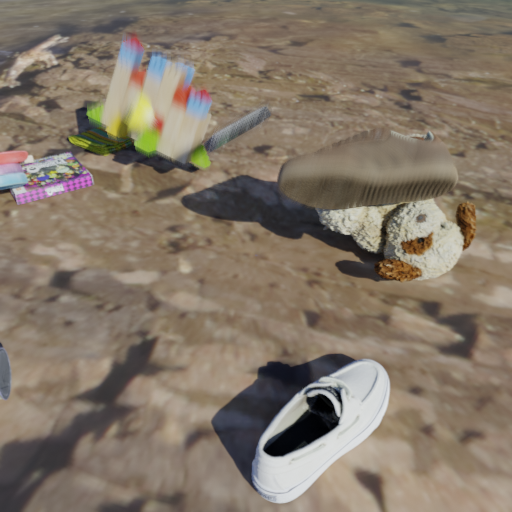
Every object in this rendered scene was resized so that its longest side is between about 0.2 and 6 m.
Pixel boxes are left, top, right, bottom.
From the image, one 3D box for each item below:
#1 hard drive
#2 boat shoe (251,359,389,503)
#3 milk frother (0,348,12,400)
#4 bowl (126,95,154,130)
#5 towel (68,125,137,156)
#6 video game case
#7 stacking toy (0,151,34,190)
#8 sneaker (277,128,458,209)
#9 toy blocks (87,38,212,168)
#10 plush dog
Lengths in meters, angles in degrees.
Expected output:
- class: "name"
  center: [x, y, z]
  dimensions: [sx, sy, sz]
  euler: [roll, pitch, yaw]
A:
- class: "hard drive"
  center: [-0.378, -2.398, 10.662]
  dimensions: [1.216, 0.230, 0.850]
  euler: [-34, 10, -13]
- class: "boat shoe"
  center: [0.858, 1.907, 6.899]
  dimensions: [2.465, 0.810, 0.887]
  euler: [-28, 44, -34]
- class: "milk frother"
  center: [-3.949, 1.334, 7.403]
  dimensions: [1.130, 1.201, 1.084]
  euler: [-8, 32, -11]
- class: "bowl"
  center: [-2.306, -2.841, 11.365]
  dimensions: [0.393, 0.730, 0.730]
  euler: [24, 32, -16]
- class: "towel"
  center: [-3.294, -3.552, 15.174]
  dimensions: [1.455, 0.305, 3.380]
  euler: [24, 41, 29]
- class: "video game case"
  center: [-4.745, -1.787, 12.642]
  dimensions: [1.679, 0.301, 1.522]
  euler: [-20, 40, -26]
- class: "stacking toy"
  center: [-5.799, -1.504, 11.884]
  dimensions: [2.270, 0.959, 2.055]
  euler: [-12, 8, 0]
- class: "sneaker"
  center: [1.683, -1.438, 8.833]
  dimensions: [2.869, 1.011, 1.084]
  euler: [0, 60, -12]
- class: "toy blocks"
  center: [-2.052, -3.395, 12.189]
  dimensions: [2.853, 1.950, 1.426]
  euler: [27, 24, 7]
- class: "plush dog"
  center: [2.567, -0.507, 9.896]
  dimensions: [2.590, 2.078, 2.224]
  euler: [-32, 61, -13]
